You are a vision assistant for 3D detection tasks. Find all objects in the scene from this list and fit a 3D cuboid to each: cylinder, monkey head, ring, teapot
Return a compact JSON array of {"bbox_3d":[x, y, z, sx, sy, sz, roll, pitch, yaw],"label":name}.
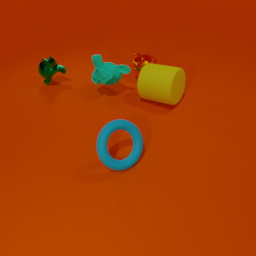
[{"bbox_3d":[1.148,-1.503,9.543,1.235,1.235,1.235,16,40,30],"label":"cylinder"},{"bbox_3d":[-0.771,-2.068,9.839,1.618,1.164,0.975,3,27,39],"label":"monkey head"},{"bbox_3d":[-2.869,-2.171,10.510,0.931,1.293,0.779,24,52,5],"label":"monkey head"},{"bbox_3d":[-0.189,0.433,7.176,1.312,1.312,0.262,-23,12,-27],"label":"ring"},{"bbox_3d":[0.801,-2.380,10.925,1.748,0.856,1.087,30,44,-35],"label":"teapot"}]
